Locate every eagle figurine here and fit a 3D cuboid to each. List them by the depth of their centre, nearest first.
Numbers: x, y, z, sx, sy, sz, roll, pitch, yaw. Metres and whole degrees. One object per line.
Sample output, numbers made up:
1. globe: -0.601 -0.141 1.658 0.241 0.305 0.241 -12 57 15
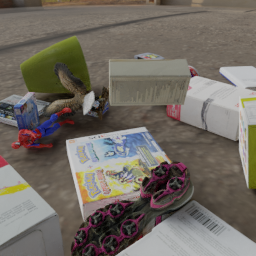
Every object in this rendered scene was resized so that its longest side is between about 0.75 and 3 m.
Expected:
1. eagle figurine: -2.072 -1.199 10.837 2.557 1.929 1.940 18 49 1

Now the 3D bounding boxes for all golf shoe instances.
1. golf shoe: 0.231 2.012 5.906 2.944 1.355 1.069 -33 44 -10

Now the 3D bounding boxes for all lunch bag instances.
1. lunch bag: -1.259 -0.833 11.557 0.822 0.388 1.026 12 33 16

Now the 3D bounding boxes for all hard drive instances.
1. hard drive: 6.280 -2.549 14.525 1.961 0.377 2.973 -3 30 -5

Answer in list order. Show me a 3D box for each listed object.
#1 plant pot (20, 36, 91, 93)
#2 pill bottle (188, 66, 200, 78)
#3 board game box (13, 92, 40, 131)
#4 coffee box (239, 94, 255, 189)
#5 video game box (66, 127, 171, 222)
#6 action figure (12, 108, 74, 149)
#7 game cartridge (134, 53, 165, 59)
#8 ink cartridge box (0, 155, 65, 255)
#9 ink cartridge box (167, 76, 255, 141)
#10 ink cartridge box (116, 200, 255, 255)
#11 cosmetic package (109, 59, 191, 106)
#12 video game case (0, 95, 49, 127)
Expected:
1. plant pot: -3.374 -2.610 12.885 2.733 2.558 2.558 -18 33 -11
2. pill bottle: 2.013 -1.855 12.330 2.435 1.369 1.369 -24 38 -36
3. board game box: -3.558 -0.443 9.955 0.278 1.281 1.275 2 30 3
4. coffee box: 4.164 0.277 7.597 1.990 1.987 1.968 -4 27 17
5. video game box: -0.233 1.076 7.946 2.663 0.684 2.924 -12 32 -15
6. action figure: -2.657 0.139 9.356 1.180 0.778 2.385 18 39 39
7. game cartridge: 1.430 -4.405 17.828 1.236 0.380 1.858 -16 33 -33
8. ink cartridge box: -2.532 1.990 5.268 1.704 1.711 2.355 -26 39 -37
9. ink cartridge box: 3.301 -0.867 10.742 2.951 1.221 2.162 24 38 36
10. ink cartridge box: 1.348 2.636 4.481 2.419 0.607 2.787 -23 37 -33
11. cosmetic package: 0.524 -1.203 7.446 2.045 1.059 0.748 -1 50 -4
12. video game case: -4.584 -0.753 11.552 2.161 0.252 1.964 13 32 20
